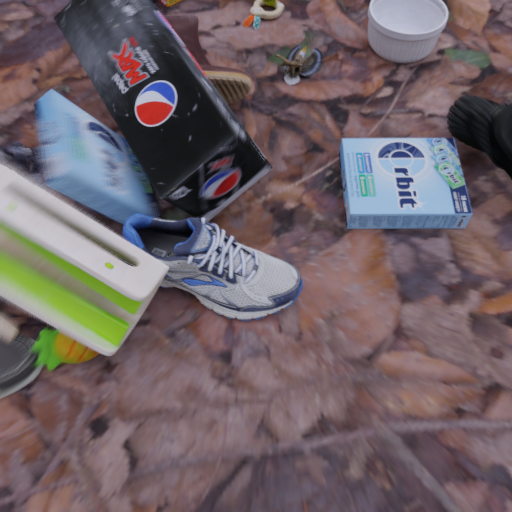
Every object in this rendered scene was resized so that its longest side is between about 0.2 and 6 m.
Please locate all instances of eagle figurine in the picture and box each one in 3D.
[{"bbox_3d":[0.797,-3.547,10.224,0.631,0.628,0.832,60,33,-11],"label":"eagle figurine"}]

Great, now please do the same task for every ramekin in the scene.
[{"bbox_3d":[2.760,-4.270,10.467,1.431,0.751,1.431,0,57,0],"label":"ramekin"}]

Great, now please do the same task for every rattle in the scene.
[{"bbox_3d":[0.149,-4.952,10.980,0.944,0.675,0.615,-36,83,-27],"label":"rattle"}]

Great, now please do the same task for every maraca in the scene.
[{"bbox_3d":[-2.327,1.088,7.131,0.963,0.660,0.515,-18,23,-31],"label":"maraca"}]

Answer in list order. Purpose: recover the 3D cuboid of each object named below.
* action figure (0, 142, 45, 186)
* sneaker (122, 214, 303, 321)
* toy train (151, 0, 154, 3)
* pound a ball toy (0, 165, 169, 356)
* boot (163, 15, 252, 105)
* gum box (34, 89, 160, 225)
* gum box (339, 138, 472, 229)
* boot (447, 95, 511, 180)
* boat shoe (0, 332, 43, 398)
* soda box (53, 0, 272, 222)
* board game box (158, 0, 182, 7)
[{"bbox_3d":[-3.662,-1.415,8.625,0.764,1.285,0.656,0,96,-36],"label":"action figure"},{"bbox_3d":[-0.652,0.081,7.495,2.612,1.113,1.006,12,58,6],"label":"sneaker"},{"bbox_3d":[-2.244,-5.381,11.301,0.236,0.554,0.316,-29,45,9],"label":"toy train"},{"bbox_3d":[-2.719,0.143,7.036,2.781,1.814,1.182,31,29,-4],"label":"pound a ball toy"},{"bbox_3d":[-1.138,-3.574,9.883,2.246,0.813,1.869,1,66,9],"label":"boot"},{"bbox_3d":[-2.241,-1.303,8.021,0.403,1.809,1.537,-32,57,18],"label":"gum box"},{"bbox_3d":[2.260,-1.149,8.695,1.806,0.402,1.535,1,58,0],"label":"gum box"},{"bbox_3d":[3.960,-1.486,8.533,0.846,2.247,1.680,-35,18,2],"label":"boot"},{"bbox_3d":[-4.032,1.323,6.758,2.697,0.812,0.961,-5,62,-11],"label":"boat shoe"},{"bbox_3d":[-1.487,-2.513,8.476,1.427,1.277,4.034,-38,66,12],"label":"soda box"},{"bbox_3d":[-1.741,-6.220,11.310,1.391,1.391,1.390,-37,65,-21],"label":"board game box"}]
